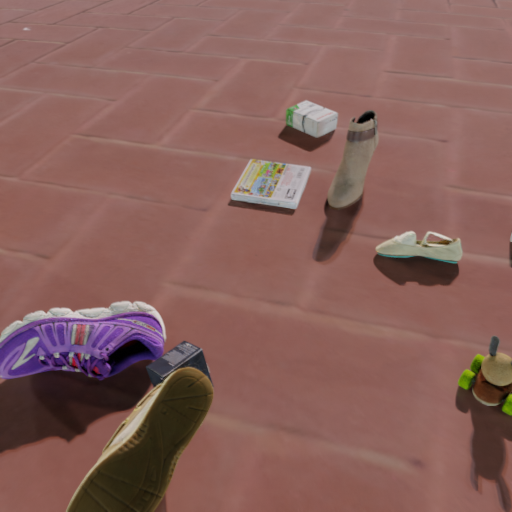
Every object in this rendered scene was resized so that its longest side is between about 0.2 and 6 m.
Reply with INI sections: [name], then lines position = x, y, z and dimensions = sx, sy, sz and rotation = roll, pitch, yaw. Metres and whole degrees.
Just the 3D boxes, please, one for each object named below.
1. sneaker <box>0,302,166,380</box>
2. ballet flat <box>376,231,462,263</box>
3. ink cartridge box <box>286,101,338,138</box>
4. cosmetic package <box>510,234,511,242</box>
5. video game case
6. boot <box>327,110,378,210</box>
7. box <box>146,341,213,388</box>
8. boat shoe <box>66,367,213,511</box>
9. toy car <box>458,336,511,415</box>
[sneaker]
position = -2.592, 1.371, 8.269
dimensions = 2.531, 1.021, 1.056
rotation = -11, 45, -14
[ballet flat]
position = 3.092, -0.220, 10.608
dimensions = 1.593, 0.553, 0.553
rotation = 6, 39, 5
[ink cartridge box]
position = 1.493, -3.681, 15.054
dimensions = 0.847, 0.480, 1.155
rotation = -30, 47, -33
[cosmetic package]
position = 6.263, -0.592, 11.112
dimensions = 2.040, 0.527, 1.538
rotation = 18, 39, 21
[video game case]
position = 0.367, -1.662, 12.740
dimensions = 1.482, 0.186, 1.629
rotation = 10, 40, 12
[boot]
position = 2.122, -2.182, 12.251
dimensions = 0.763, 1.588, 2.172
rotation = 15, 41, 18
[box]
position = -1.070, 1.721, 7.937
dimensions = 0.447, 0.721, 0.709
rotation = 14, 37, 43
[boat shoe]
position = -1.414, 2.482, 6.896
dimensions = 0.897, 0.805, 2.424
rotation = 42, 67, -5
[toy car]
position = 3.474, 1.579, 7.944
dimensions = 0.825, 1.004, 0.793
rotation = 29, 47, 32
